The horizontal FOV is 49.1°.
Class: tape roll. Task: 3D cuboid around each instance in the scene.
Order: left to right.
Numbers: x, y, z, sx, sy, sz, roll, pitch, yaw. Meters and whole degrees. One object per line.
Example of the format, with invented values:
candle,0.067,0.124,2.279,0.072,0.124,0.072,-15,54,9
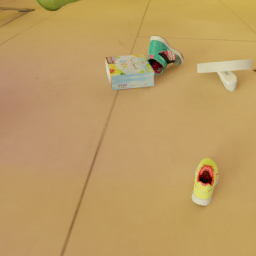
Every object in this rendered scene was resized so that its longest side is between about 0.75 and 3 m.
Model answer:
tape roll,3.690,-2.377,10.784,2.005,0.366,2.005,-4,11,1

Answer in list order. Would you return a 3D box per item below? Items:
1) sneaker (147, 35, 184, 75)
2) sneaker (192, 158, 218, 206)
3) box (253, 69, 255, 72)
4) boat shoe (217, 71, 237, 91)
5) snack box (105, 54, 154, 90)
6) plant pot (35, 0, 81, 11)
sneaker,1.504,-2.745,11.560,0.877,1.266,2.097,15,-5,45
sneaker,1.759,1.048,6.212,0.531,0.614,1.359,9,34,15
box,5.776,-2.411,11.724,0.832,0.089,0.680,-23,40,-29
boat shoe,3.760,-1.963,10.663,0.575,0.547,1.597,-15,38,3
snack box,0.024,-2.227,10.946,1.629,0.654,1.932,-6,36,-7
plant pot,-1.638,-4.156,7.801,1.579,1.662,1.662,12,36,27
